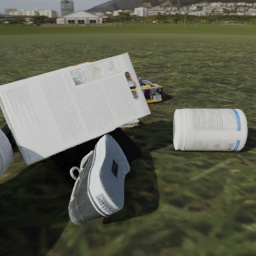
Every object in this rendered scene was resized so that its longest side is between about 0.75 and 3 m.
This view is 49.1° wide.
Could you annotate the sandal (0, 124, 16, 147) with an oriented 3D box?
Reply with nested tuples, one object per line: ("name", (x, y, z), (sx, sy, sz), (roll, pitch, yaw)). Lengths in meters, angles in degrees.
("sandal", (-3.019, -0.030, 8.052), (0.834, 0.501, 2.221), (19, 43, 14))

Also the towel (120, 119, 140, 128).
("towel", (-0.391, -0.244, 8.890), (1.388, 0.239, 0.920), (-7, 25, -17))

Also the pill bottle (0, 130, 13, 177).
("pill bottle", (-2.888, 0.927, 3.834), (1.612, 1.612, 2.872), (5, 25, 11))

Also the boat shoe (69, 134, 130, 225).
("boat shoe", (-0.536, 0.908, 5.300), (0.867, 0.938, 2.540), (-32, 18, 11))

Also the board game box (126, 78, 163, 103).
("board game box", (-0.039, -1.454, 11.191), (2.246, 0.637, 1.856), (-11, 26, -23))

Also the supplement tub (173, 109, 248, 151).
("supplement tub", (2.029, 0.048, 7.097), (1.640, 1.082, 1.082), (2, 23, 1))

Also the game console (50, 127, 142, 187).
("game console", (-1.101, 0.597, 6.943), (2.135, 1.243, 1.878), (-22, 1, -43))

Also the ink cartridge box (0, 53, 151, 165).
("ink cartridge box", (-1.041, -0.467, 5.821), (2.786, 1.518, 0.701), (-22, 3, -25))
